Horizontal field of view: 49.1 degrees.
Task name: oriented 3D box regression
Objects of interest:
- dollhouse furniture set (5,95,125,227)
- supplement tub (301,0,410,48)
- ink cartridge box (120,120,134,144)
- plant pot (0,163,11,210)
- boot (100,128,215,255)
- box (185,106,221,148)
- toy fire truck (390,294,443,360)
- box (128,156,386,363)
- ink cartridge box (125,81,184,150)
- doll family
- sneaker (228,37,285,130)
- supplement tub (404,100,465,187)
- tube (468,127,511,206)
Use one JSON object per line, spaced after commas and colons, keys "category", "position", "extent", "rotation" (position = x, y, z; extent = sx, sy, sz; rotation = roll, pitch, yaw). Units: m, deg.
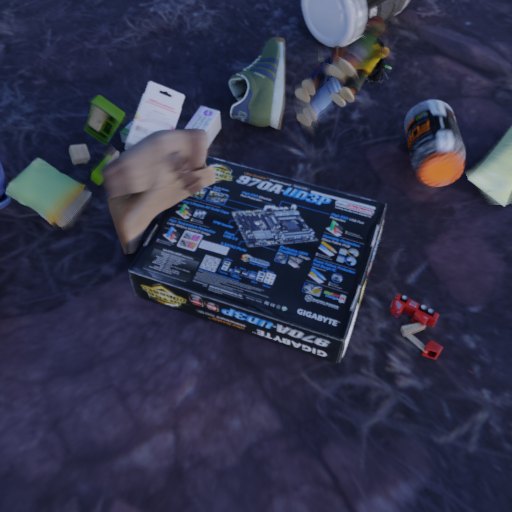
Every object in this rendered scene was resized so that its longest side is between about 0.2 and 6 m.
{"category": "dollhouse furniture set", "position": [-3.475, -1.859, 10.744], "extent": [1.259, 0.973, 2.519], "rotation": [35, 56, -10]}
{"category": "supplement tub", "position": [2.727, -6.676, 14.123], "extent": [2.985, 1.829, 1.829], "rotation": [-38, 62, -25]}
{"category": "ink cartridge box", "position": [-2.495, -2.691, 12.117], "extent": [0.538, 0.305, 0.734], "rotation": [24, 57, 17]}
{"category": "plant pot", "position": [-5.654, -1.412, 10.490], "extent": [1.569, 1.411, 1.569], "rotation": [-36, 61, -24]}
{"category": "boot", "position": [-1.596, -1.086, 9.601], "extent": [1.836, 2.511, 0.882], "rotation": [-23, 64, -19]}
{"category": "box", "position": [-1.441, -2.139, 11.602], "extent": [0.475, 0.509, 2.455], "rotation": [18, 56, 13]}
{"category": "toy fire truck", "position": [2.652, 1.159, 9.309], "extent": [1.059, 0.258, 0.747], "rotation": [28, 58, 19]}
{"category": "box", "position": [0.115, -0.109, 9.857], "extent": [3.753, 0.863, 2.983], "rotation": [16, 55, 12]}
{"category": "ink cartridge box", "position": [-2.092, -2.771, 11.618], "extent": [0.826, 0.486, 1.434], "rotation": [20, 76, -13]}
{"category": "doll family", "position": [1.608, -3.367, 10.234], "extent": [1.035, 2.639, 1.525], "rotation": [42, 70, -22]}
{"category": "sneaker", "position": [0.003, -4.025, 12.692], "extent": [1.249, 0.933, 2.781], "rotation": [4, 57, -3]}
{"category": "supplement tub", "position": [3.592, -2.256, 11.276], "extent": [1.022, 1.022, 1.669], "rotation": [1, 50, 1]}
{"category": "tube", "position": [5.154, -2.009, 11.480], "extent": [0.670, 0.599, 2.308], "rotation": [14, 53, 40]}
